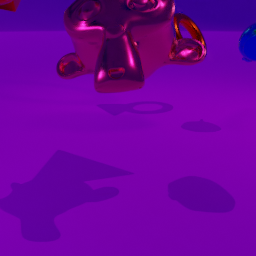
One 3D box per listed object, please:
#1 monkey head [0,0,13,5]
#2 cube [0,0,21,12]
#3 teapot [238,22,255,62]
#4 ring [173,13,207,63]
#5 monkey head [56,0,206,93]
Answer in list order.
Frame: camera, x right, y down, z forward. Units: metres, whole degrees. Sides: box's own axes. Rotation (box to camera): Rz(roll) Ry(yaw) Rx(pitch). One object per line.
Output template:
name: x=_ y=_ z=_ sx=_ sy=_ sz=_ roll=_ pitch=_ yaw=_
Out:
monkey head: x=-2.628 y=-2.916 z=5.458 sx=1.348 sy=0.812 sz=0.970 roll=-33 pitch=-9 yaw=11
cube: x=-3.708 y=-4.257 z=7.902 sx=1.201 sy=1.201 sz=1.201 roll=10 pitch=62 yaw=-4
teapot: x=2.988 y=-1.978 z=6.379 sx=0.920 sy=1.480 sz=0.725 roll=21 pitch=53 yaw=1
ring: x=1.710 y=-2.552 z=7.966 sx=0.312 sy=1.561 sz=1.561 roll=-26 pitch=-2 yaw=43
monkey head: x=-0.044 y=-0.837 z=3.214 sx=1.963 sy=1.412 sz=1.183 roll=-5 pitch=-24 yaw=7
